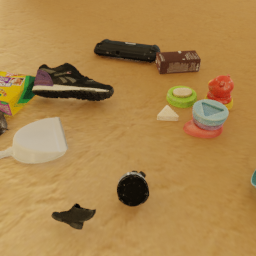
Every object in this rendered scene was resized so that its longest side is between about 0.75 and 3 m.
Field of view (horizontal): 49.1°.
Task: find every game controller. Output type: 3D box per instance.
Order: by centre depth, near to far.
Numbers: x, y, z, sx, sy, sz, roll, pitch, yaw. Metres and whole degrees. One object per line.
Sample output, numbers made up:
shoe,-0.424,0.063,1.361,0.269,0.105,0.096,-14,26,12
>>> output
game controller,-0.023,-3.410,12.267,2.835,0.597,1.479,11,29,11

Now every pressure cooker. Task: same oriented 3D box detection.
pressure cooker,0.110,1.392,6.557,0.744,0.846,0.756,-7,87,-2

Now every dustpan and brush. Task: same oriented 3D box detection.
dustpan and brush,-2.958,0.514,7.851,2.322,0.665,1.621,-8,41,-19

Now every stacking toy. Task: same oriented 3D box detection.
stacking toy,2.247,-0.949,9.046,2.237,1.044,2.471,16,44,17

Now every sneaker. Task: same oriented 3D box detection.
sneaker,-1.185,1.839,6.048,0.968,0.291,0.505,15,86,25
sneaker,-1.823,-1.656,9.469,2.767,1.048,1.211,5,79,4

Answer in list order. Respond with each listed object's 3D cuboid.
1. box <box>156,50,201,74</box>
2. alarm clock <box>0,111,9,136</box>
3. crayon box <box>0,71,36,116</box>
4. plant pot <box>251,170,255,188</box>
box,2.003,-2.668,11.298,1.645,0.616,0.824,-6,43,-4
alarm clock,-4.426,-0.202,8.579,1.162,0.573,1.722,-28,42,-29
crayon box,-4.394,-1.274,9.584,2.097,0.611,1.810,10,36,12
plant pot,3.931,1.173,6.473,1.133,1.682,1.682,46,54,4
